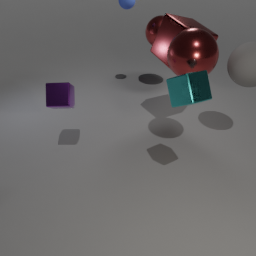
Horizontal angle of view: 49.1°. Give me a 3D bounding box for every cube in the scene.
[{"bbox_3d":[-2.018,-0.957,8.404,0.700,0.700,0.700,-1,-1,2],"label":"cube"},{"bbox_3d":[1.442,-0.920,6.622,0.700,0.700,0.700,-16,6,-34],"label":"cube"},{"bbox_3d":[1.886,-2.882,9.585,1.400,1.400,1.400,-6,44,-36],"label":"cube"}]

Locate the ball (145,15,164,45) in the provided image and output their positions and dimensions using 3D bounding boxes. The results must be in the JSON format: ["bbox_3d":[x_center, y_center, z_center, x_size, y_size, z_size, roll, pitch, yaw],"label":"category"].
[{"bbox_3d":[1.483,-4.334,12.649,1.400,1.400,1.400,0,32,0],"label":"ball"}]

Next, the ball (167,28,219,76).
[{"bbox_3d":[1.790,-2.032,7.771,1.400,1.400,1.400,0,32,0],"label":"ball"}]

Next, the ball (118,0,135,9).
[{"bbox_3d":[-0.046,-5.296,11.617,0.700,0.700,0.700,0,32,0],"label":"ball"}]

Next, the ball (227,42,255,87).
[{"bbox_3d":[3.868,-1.991,8.831,1.400,1.400,1.400,0,32,0],"label":"ball"}]
